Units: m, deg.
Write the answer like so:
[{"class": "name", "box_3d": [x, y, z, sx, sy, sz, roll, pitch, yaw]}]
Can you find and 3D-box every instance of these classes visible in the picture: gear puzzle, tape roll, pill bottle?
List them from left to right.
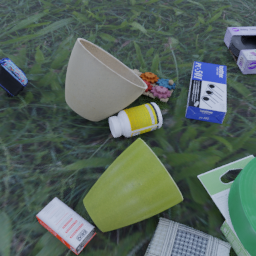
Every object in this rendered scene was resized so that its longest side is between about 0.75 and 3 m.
[{"class": "pill bottle", "box_3d": [0.211, -0.207, 8.463, 1.480, 0.832, 0.832, -16, 49, -15]}, {"class": "gear puzzle", "box_3d": [0.313, -1.827, 10.013, 2.813, 0.368, 1.457, 21, 40, 12]}, {"class": "tape roll", "box_3d": [3.633, 1.837, 5.959, 2.833, 0.681, 2.833, 5, 48, -5]}]

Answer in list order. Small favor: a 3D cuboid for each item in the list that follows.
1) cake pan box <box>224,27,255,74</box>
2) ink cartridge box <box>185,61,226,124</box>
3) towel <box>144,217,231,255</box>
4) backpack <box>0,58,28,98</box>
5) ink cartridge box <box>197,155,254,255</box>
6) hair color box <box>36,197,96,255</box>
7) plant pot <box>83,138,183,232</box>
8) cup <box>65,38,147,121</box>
[{"class": "cake pan box", "box_3d": [5.583, -3.224, 11.401, 2.854, 0.746, 2.628, -1, 44, -1]}, {"class": "ink cartridge box", "box_3d": [2.734, -1.313, 9.693, 1.200, 0.565, 2.553, 10, 47, 8]}, {"class": "towel", "box_3d": [1.172, 2.912, 5.888, 1.720, 0.309, 1.787, 18, 50, 16]}, {"class": "backpack", "box_3d": [-4.118, -1.811, 9.607, 0.888, 1.205, 1.320, -42, 32, -1]}, {"class": "ink cartridge box", "box_3d": [2.960, 1.953, 6.596, 1.769, 0.583, 2.431, -17, 49, -15]}, {"class": "hair color box", "box_3d": [-1.430, 2.235, 6.468, 1.266, 0.388, 0.643, 29, 53, 25]}, {"class": "plant pot", "box_3d": [-0.012, 1.482, 6.480, 1.877, 1.756, 1.756, -35, 53, -5]}, {"class": "cup", "box_3d": [-0.909, -1.258, 8.567, 2.480, 1.773, 2.480, 33, 17, -11]}]
